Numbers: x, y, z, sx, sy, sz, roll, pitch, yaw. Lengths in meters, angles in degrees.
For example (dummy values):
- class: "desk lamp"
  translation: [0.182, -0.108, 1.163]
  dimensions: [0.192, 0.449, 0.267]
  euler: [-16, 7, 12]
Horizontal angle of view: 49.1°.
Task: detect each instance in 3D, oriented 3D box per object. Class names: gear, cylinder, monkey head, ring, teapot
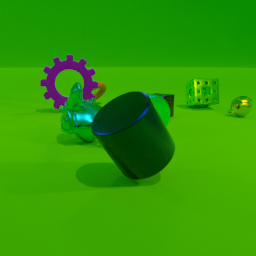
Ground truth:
- class: "gear"
  translation: [-2.184, -1.660, 10.496]
  dimensions: [2.066, 2.066, 0.382]
  euler: [-3, 16, -13]
- class: "cylinder"
  translation: [0.093, 0.117, 4.428]
  dimensions: [1.015, 1.015, 1.015]
  euler: [-23, 33, 16]
- class: "monkey head"
  translation: [-0.970, -0.371, 6.666]
  dimensions: [1.112, 1.328, 1.846]
  euler: [8, 33, -21]
- class: "ring"
  translation: [-1.595, -1.546, 12.416]
  dimensions: [1.422, 0.284, 1.422]
  euler: [-29, -13, -7]
- class: "cylinder"
  translation: [0.379, -0.396, 7.455]
  dimensions: [1.080, 1.080, 1.080]
  euler: [-7, 15, -28]
- class: "teapot"
  translation: [3.874, -0.771, 9.641]
  dimensions: [0.581, 0.738, 1.187]
  euler: [6, -23, -21]

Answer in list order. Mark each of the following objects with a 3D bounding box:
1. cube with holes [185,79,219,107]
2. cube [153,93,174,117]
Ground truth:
- class: "cube with holes"
  translation: [3.016, -1.424, 11.458]
  dimensions: [1.005, 1.005, 1.005]
  euler: [-2, -1, -9]
- class: "cube"
  translation: [1.084, -0.768, 9.695]
  dimensions: [0.774, 0.774, 0.774]
  euler: [9, 16, 33]
